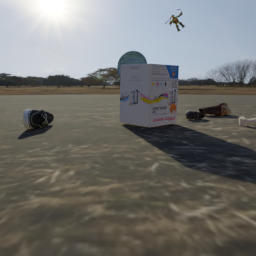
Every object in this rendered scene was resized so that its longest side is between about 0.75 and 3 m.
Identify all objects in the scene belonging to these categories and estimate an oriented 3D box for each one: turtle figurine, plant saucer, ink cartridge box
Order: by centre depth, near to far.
[{"bbox_3d":[1.598,-3.551,9.403,0.767,0.618,0.247,-45,23,-9],"label":"turtle figurine"},{"bbox_3d":[0.729,-1.141,9.682,1.491,2.025,1.465,-8,13,-42],"label":"ink cartridge box"},{"bbox_3d":[0.228,-2.903,13.293,1.470,1.470,0.283,2,1,14],"label":"plant saucer"}]

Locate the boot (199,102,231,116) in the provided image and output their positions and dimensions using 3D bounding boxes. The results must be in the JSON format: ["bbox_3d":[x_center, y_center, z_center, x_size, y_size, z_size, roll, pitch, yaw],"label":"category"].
[{"bbox_3d":[3.972,-0.903,13.080,1.295,0.563,1.557,2,12,4],"label":"boot"}]

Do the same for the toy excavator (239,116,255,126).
[{"bbox_3d":[4.590,-0.377,9.541,1.361,0.699,1.400,4,18,30],"label":"toy excavator"}]

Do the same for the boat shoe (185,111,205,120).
[{"bbox_3d":[2.676,-0.507,11.185,0.991,0.357,0.321,1,1,-37],"label":"boat shoe"}]

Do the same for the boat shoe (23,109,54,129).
[{"bbox_3d":[-2.855,-0.331,9.045,0.558,0.619,1.752,-1,7,2],"label":"boat shoe"}]
